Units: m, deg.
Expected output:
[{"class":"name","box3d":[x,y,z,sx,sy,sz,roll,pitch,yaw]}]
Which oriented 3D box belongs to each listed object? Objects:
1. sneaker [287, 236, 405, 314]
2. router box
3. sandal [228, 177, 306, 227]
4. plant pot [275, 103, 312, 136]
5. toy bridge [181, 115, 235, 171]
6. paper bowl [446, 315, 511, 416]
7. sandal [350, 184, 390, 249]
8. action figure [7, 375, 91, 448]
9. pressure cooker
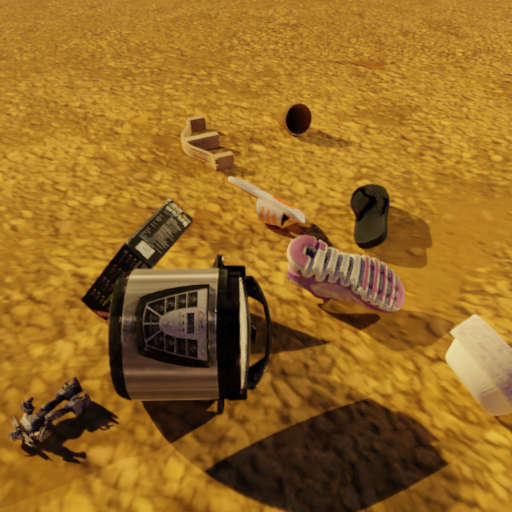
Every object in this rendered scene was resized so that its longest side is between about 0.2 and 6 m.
[{"class":"sneaker","box3d":[1.566,0.482,10.352,2.317,1.024,0.932,23,51,1]},{"class":"router box","box3d":[-2.136,0.086,10.039,0.630,2.027,1.519,41,41,-8]},{"class":"sandal","box3d":[0.176,-1.117,12.818,2.150,0.616,0.824,31,13,23]},{"class":"plant pot","box3d":[1.032,-4.215,17.053,0.945,0.945,1.014,-17,26,-23]},{"class":"toy bridge","box3d":[-1.559,-3.212,15.959,1.046,0.423,3.111,-14,38,-14]},{"class":"paper bowl","box3d":[3.413,1.696,8.227,0.806,1.549,1.549,-38,37,10]},{"class":"sandal","box3d":[2.508,-1.088,12.504,0.921,0.586,2.450,-22,30,20]},{"class":"action figure","box3d":[-3.079,2.310,8.219,1.220,0.423,0.794,-32,52,-32]},{"class":"pressure cooker","box3d":[-0.914,1.137,8.462,2.301,2.023,2.055,0,33,-1]}]
